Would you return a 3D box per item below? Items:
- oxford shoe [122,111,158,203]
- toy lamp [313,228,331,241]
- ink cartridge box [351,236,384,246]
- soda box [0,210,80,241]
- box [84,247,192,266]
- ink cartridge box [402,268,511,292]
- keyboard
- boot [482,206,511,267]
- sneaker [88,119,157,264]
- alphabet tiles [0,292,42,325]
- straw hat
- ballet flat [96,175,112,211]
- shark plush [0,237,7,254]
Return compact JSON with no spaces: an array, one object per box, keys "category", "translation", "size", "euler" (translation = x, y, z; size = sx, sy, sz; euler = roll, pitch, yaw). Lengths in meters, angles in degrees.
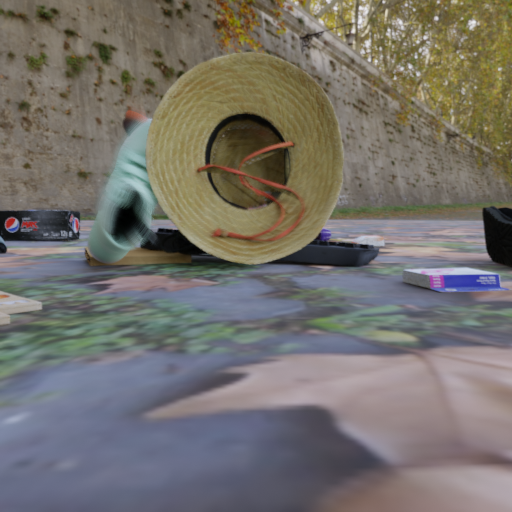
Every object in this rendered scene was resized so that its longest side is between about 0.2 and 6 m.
[{"category":"oxford shoe","translation":[-1.843,-1.669,10.679],"size":[1.012,2.790,0.993],"euler":[-41,-19,-3]},{"category":"toy lamp","translation":[1.336,-0.566,15.861],"size":[1.712,0.498,0.498],"euler":[-5,6,-24]},{"category":"ink cartridge box","translation":[2.778,-0.408,15.026],"size":[1.125,0.282,0.913],"euler":[2,4,-2]},{"category":"soda box","translation":[-6.821,-0.939,17.197],"size":[2.669,0.945,0.845],"euler":[1,2,7]},{"category":"box","translation":[-2.235,-0.009,10.444],"size":[1.787,0.190,1.461],"euler":[0,7,-20]},{"category":"ink cartridge box","translation":[2.495,0.290,7.046],"size":[0.959,0.211,0.976],"euler":[0,3,-12]},{"category":"keyboard","translation":[0.014,-0.424,10.375],"size":[4.348,0.862,2.263],"euler":[4,8,18]},{"category":"boot","translation":[5.170,-0.355,9.728],"size":[1.928,0.971,2.579],"euler":[-6,15,6]},{"category":"sneaker","translation":[-1.818,-1.169,9.089],"size":[0.985,2.677,1.579],"euler":[24,-16,-22]},{"category":"alphabet tiles","translation":[-3.508,0.492,5.219],"size":[2.314,0.104,2.768],"euler":[-4,6,-44]},{"category":"straw hat","translation":[-0.125,-1.525,9.542],"size":[3.394,3.394,1.436],"euler":[1,-1,7]},{"category":"ballet flat","translation":[-2.579,-1.476,11.158],"size":[1.597,0.537,0.544],"euler":[-39,37,-28]},{"category":"shark plush","translation":[-6.760,-0.904,12.827],"size":[1.753,1.607,3.858],"euler":[-2,5,-27]}]
